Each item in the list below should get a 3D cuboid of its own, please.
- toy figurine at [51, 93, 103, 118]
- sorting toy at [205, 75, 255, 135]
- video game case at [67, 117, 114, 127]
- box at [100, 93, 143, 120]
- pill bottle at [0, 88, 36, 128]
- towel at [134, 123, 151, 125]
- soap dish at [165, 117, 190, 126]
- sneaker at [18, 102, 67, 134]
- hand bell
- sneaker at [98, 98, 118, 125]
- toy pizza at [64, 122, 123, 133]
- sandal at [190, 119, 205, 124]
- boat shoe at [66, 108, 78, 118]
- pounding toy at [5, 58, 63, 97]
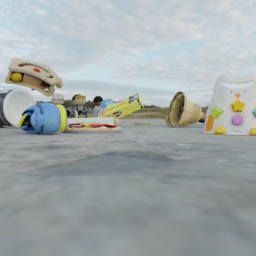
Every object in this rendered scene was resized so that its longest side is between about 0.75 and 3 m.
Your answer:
[{"bbox_3d":[-2.561,-1.009,14.604,2.374,1.678,2.412,1,2,35],"label":"toy figurine"},{"bbox_3d":[2.530,-0.527,6.490,1.507,1.357,0.805,0,2,20],"label":"sorting toy"},{"bbox_3d":[-2.126,-0.191,9.867,2.448,0.286,2.226,-4,1,-41],"label":"video game case"},{"bbox_3d":[-0.238,-0.776,11.056,1.714,0.430,0.645,-23,30,17],"label":"box"},{"bbox_3d":[-4.907,-0.723,10.716,2.713,1.441,1.441,0,2,33],"label":"pill bottle"},{"bbox_3d":[0.786,-0.232,15.088,0.434,0.091,1.009,3,4,42],"label":"towel"},{"bbox_3d":[2.347,-0.314,13.084,1.011,0.411,0.795,1,2,32],"label":"soap dish"},{"bbox_3d":[-2.354,-0.257,7.002,0.931,0.783,2.375,-4,4,-33],"label":"sneaker"},{"bbox_3d":[3.102,-0.426,11.100,2.733,1.423,1.423,13,-1,-15],"label":"hand bell"},{"bbox_3d":[-0.983,-0.744,12.792,0.929,1.288,2.452,0,2,-13],"label":"sneaker"},{"bbox_3d":[-0.946,-0.024,7.612,1.630,0.258,1.630,0,2,0],"label":"toy pizza"},{"bbox_3d":[3.523,-0.392,15.744,2.230,0.503,0.837,16,12,17],"label":"sandal"},{"bbox_3d":[-2.780,-0.609,11.402,1.464,0.522,0.441,3,-7,23],"label":"boat shoe"},{"bbox_3d":[-2.906,-1.362,8.892,1.934,1.109,1.106,5,39,-37],"label":"pounding toy"}]
